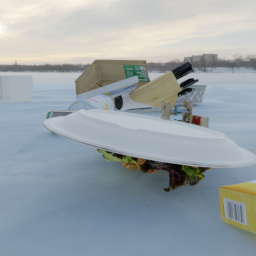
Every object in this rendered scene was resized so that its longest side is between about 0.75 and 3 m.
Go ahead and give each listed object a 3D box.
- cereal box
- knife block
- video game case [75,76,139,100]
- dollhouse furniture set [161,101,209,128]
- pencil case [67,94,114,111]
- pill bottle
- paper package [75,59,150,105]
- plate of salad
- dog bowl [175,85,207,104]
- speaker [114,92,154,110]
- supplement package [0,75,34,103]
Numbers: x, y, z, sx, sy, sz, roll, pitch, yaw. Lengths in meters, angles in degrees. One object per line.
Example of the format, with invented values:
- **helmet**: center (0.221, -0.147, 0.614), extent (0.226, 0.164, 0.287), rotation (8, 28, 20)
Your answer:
- **cereal box**: center (1.956, 0.608, 2.340), extent (1.894, 0.374, 1.363), rotation (-5, -1, -23)
- **knife block**: center (1.339, -1.673, 10.207), extent (2.262, 1.986, 0.724), rotation (16, 9, -5)
- **video game case**: center (-0.660, -1.171, 9.267), extent (1.974, 0.218, 1.797), rotation (-19, 0, -2)
- **dollhouse furniture set**: center (1.336, -0.261, 6.689), extent (0.703, 0.699, 0.997), rotation (-4, 11, -22)
- **pencil case**: center (-0.972, -0.464, 7.578), extent (0.850, 0.779, 1.874), rotation (-4, 10, 11)
- **pill bottle**: center (-1.381, -0.138, 6.452), extent (0.964, 0.545, 0.545), rotation (3, 11, 15)
- **paper package**: center (-0.637, -1.830, 11.653), extent (2.456, 1.271, 2.341), rotation (-7, -10, -33)
- **plate of salad**: center (0.279, 0.239, 4.081), extent (2.956, 0.710, 2.956), rotation (10, 7, -1)
- **dog bowl**: center (2.106, -1.549, 12.842), extent (2.880, 0.845, 2.880), rotation (0, 7, 0)
- **speaker**: center (0.345, -1.114, 11.180), extent (1.760, 0.715, 0.715), rotation (-7, 13, -32)
- **supplement package**: center (-6.171, -2.076, 14.584), extent (2.258, 1.352, 1.369), rotation (7, 13, 34)
